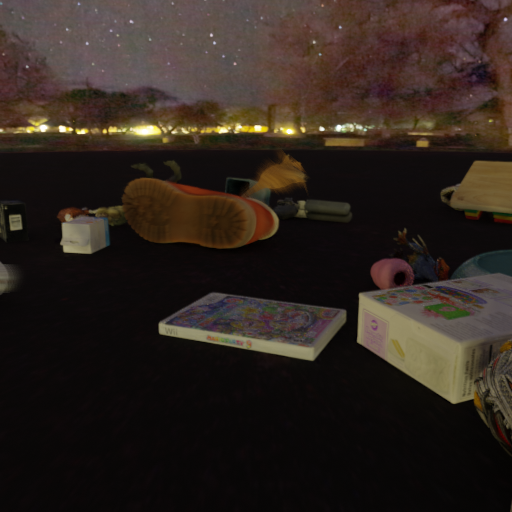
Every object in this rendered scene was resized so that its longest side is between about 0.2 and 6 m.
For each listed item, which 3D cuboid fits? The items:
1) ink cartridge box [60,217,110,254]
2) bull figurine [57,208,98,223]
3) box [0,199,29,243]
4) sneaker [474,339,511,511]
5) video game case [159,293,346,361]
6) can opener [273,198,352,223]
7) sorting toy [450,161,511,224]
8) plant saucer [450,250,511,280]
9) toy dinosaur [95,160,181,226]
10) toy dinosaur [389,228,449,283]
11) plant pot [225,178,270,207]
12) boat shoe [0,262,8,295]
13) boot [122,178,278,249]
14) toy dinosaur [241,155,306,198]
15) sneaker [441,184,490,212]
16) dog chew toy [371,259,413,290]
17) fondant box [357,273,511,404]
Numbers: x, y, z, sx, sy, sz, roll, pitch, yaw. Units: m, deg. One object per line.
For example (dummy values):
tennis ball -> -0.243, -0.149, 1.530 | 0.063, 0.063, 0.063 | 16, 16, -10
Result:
ink cartridge box -> -3.091, -0.373, 10.105 | 0.546, 0.532, 0.849 | 2, 13, 10
bull figurine -> -3.951, -0.854, 12.421 | 0.775, 0.416, 1.276 | -8, 17, -37
box -> -4.819, -0.710, 11.060 | 0.446, 0.747, 0.760 | -9, 16, -32
sneaker -> 1.884, 1.127, 3.522 | 0.980, 0.929, 2.386 | -23, 3, 35
video game case -> -0.006, 0.736, 6.256 | 1.754, 0.158, 1.256 | 5, 15, 23
can opener -> 1.274, -0.981, 13.167 | 1.879, 0.501, 0.628 | 8, 48, 29
sorting toy -> 5.775, -1.488, 13.279 | 1.709, 0.595, 1.699 | 11, 50, 40
plant saucer -> 4.079, 0.324, 7.551 | 2.786, 0.382, 2.786 | -1, 13, 0
toy dinosaur -> -2.110, -1.428, 12.350 | 2.934, 1.293, 0.696 | -7, 15, 4
toy dinosaur -> 2.501, 0.074, 8.252 | 1.318, 0.692, 1.196 | 3, 27, -37
plant pot -> -0.159, -1.446, 14.033 | 0.920, 0.904, 0.901 | 0, 10, -45
boat shoe -> -4.164, 0.028, 6.403 | 2.548, 0.891, 0.844 | 35, 25, -33
boot -> -1.119, -0.805, 10.992 | 3.154, 1.184, 1.691 | 15, 13, 28
toy dinosaur -> 0.285, -1.537, 11.189 | 1.156, 0.658, 2.177 | -24, 1, -33
sneaker -> 5.537, -1.469, 14.561 | 0.794, 0.732, 1.801 | -12, 12, -24
dog chew toy -> 1.817, 0.260, 7.668 | 0.493, 0.493, 0.792 | -2, 6, -10
fondant box -> 2.200, 0.701, 5.489 | 1.969, 0.573, 1.420 | -5, 15, -24
